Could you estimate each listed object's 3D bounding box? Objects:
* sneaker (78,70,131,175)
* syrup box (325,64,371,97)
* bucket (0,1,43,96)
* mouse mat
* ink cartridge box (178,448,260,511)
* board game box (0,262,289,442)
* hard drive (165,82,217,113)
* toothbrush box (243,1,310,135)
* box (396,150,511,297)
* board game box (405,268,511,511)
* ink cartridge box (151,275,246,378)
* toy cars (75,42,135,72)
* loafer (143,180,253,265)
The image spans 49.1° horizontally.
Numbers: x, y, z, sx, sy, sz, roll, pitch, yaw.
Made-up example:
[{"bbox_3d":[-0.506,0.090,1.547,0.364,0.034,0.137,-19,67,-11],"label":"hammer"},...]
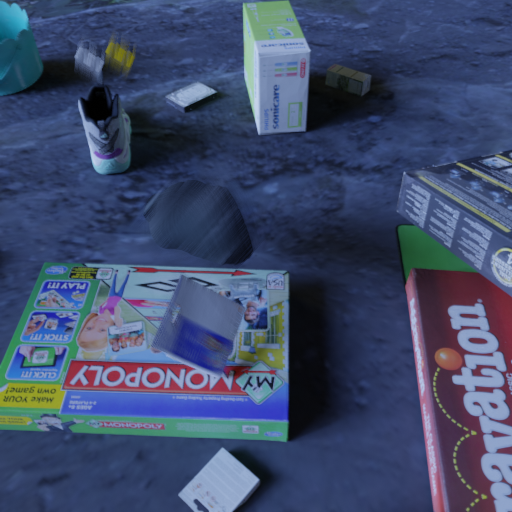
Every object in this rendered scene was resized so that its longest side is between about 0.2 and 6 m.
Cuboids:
[{"bbox_3d":[-3.131,-3.073,11.566,0.984,1.770,2.530,-13,46,-12],"label":"sneaker"},{"bbox_3d":[2.254,-4.327,13.778,1.045,0.411,0.425,28,52,26],"label":"syrup box"},{"bbox_3d":[-6.338,-5.002,13.616,2.154,1.402,2.154,-2,51,3],"label":"bucket"},{"bbox_3d":[3.604,0.115,9.597,2.298,0.087,1.849,4,46,2],"label":"mouse mat"},{"bbox_3d":[-0.443,2.838,6.824,0.639,0.224,0.786,32,61,28],"label":"ink cartridge box"},{"bbox_3d":[-1.476,1.269,8.100,3.917,0.570,2.636,2,45,1],"label":"board game box"},{"bbox_3d":[-1.554,-3.812,13.427,1.038,0.196,0.725,-35,54,-28],"label":"hard drive"},{"bbox_3d":[0.400,-4.290,12.666,1.142,1.931,2.652,-5,45,-4],"label":"toothbrush box"},{"bbox_3d":[4.685,-0.522,9.053,3.059,0.932,3.795,-13,37,-23],"label":"box"},{"bbox_3d":[3.615,2.464,6.878,2.950,0.557,5.731,3,46,4],"label":"board game box"},{"bbox_3d":[-0.750,0.922,7.283,1.030,0.242,1.018,29,67,-19],"label":"ink cartridge box"},{"bbox_3d":[-2.441,-3.216,9.111,0.957,0.429,0.212,-9,9,1],"label":"toy cars"},{"bbox_3d":[-0.888,-0.414,7.685,1.094,1.058,3.116,-23,19,-13],"label":"loafer"}]
